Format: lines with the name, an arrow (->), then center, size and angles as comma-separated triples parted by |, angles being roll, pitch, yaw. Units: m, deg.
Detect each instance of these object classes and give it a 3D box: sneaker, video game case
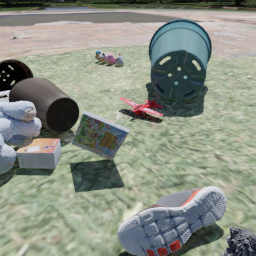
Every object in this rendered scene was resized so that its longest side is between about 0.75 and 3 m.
sneaker -> 0.757, 1.647, 5.145 | 2.139, 0.824, 0.876 | -13, 3, -21
video game case -> -0.692, 0.226, 6.726 | 1.127, 1.238, 0.137 | 23, 46, -7

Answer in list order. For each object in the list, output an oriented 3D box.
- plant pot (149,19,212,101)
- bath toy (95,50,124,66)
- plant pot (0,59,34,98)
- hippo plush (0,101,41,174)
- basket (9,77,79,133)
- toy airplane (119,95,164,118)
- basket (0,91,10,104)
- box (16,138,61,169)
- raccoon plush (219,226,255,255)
plant pot -> 2.005, -2.585, 11.135 | 2.712, 2.712, 2.656 | 5, 36, 9
bath toy -> -0.985, -3.832, 15.300 | 1.763, 0.652, 0.767 | 20, 34, 32
plant pot -> -4.731, -1.975, 11.031 | 1.556, 1.556, 1.540 | -19, 26, -32
hippo plush -> -3.018, 0.134, 6.696 | 1.608, 2.019, 1.623 | -18, 39, 3
basket -> -2.455, -0.690, 8.586 | 1.738, 1.311, 1.928 | -5, 24, -40
toy airplane -> 0.581, -0.761, 9.840 | 1.784, 0.328, 1.784 | 4, 31, -3
basket -> -4.062, -0.760, 9.482 | 0.744, 0.677, 1.098 | -19, 33, -31
box -> -2.215, 0.633, 7.071 | 0.900, 0.479, 0.685 | 0, 28, 1
raccoon plush -> 1.647, 2.054, 4.022 | 0.599, 0.829, 1.238 | 6, 29, 12
